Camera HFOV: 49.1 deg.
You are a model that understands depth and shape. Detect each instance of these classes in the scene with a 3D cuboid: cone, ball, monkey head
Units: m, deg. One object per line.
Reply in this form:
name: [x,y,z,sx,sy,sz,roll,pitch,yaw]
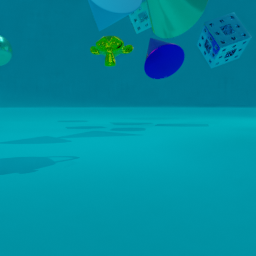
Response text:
cone: [-0.467,-2.462,5.931,1.198,1.198,1.202,-2,-22,-21]
cone: [0.757,-3.305,6.614,1.669,1.669,1.675,4,-14,42]
cone: [1.149,-3.078,11.037,1.628,1.634,1.628,-14,-36,-10]
ball: [-4.206,-2.479,8.933,0.983,0.983,0.983,0,5,0]
monkey head: [-0.764,-3.368,12.378,1.985,1.428,1.196,-1,3,3]

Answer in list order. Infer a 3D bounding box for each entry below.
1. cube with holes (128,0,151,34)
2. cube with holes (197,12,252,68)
cube with holes: [0.431,-3.606,8.919,0.779,0.779,0.779,-24,30,7]
cube with holes: [3.360,-3.100,9.979,1.176,1.176,1.176,-21,-20,-8]
